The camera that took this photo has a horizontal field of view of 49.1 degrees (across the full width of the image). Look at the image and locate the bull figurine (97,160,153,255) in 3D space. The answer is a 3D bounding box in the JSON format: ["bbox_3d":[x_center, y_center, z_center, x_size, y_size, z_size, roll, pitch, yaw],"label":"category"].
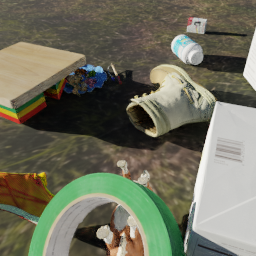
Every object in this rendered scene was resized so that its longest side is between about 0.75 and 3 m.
[{"bbox_3d":[0.035,1.536,4.249,0.691,1.287,2.120,-1,40,9],"label":"bull figurine"}]

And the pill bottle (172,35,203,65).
[{"bbox_3d":[2.283,-2.927,10.620,0.811,0.811,1.464,-10,39,-13],"label":"pill bottle"}]

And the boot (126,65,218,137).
[{"bbox_3d":[0.844,-0.847,7.753,2.086,0.972,2.697,-19,43,-22],"label":"boot"}]

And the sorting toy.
[{"bbox_3d":[-3.161,-1.421,8.353,2.856,0.994,2.838,18,43,26],"label":"sorting toy"}]

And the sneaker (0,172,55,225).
[{"bbox_3d":[-1.871,1.049,4.755,2.194,0.801,0.846,26,70,-11],"label":"sneaker"}]

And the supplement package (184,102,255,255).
[{"bbox_3d":[2.253,1.166,4.479,2.302,1.639,2.956,12,38,15],"label":"supplement package"}]

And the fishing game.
[{"bbox_3d":[-1.610,-1.782,9.440,2.629,0.409,1.882,-10,42,-10],"label":"fishing game"}]

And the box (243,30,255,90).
[{"bbox_3d":[5.471,-1.766,8.124,2.966,1.939,2.951,-1,37,-1],"label":"box"}]

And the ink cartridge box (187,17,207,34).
[{"bbox_3d":[3.297,-4.894,13.389,0.845,0.616,0.350,13,39,17],"label":"ink cartridge box"}]

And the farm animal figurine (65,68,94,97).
[{"bbox_3d":[-1.484,-1.419,8.474,0.464,0.922,0.745,35,74,22],"label":"farm animal figurine"}]

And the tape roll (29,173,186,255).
[{"bbox_3d":[-0.348,1.694,3.673,2.153,0.517,2.153,-13,63,26],"label":"tape roll"}]
